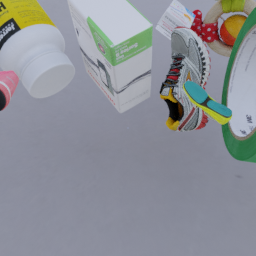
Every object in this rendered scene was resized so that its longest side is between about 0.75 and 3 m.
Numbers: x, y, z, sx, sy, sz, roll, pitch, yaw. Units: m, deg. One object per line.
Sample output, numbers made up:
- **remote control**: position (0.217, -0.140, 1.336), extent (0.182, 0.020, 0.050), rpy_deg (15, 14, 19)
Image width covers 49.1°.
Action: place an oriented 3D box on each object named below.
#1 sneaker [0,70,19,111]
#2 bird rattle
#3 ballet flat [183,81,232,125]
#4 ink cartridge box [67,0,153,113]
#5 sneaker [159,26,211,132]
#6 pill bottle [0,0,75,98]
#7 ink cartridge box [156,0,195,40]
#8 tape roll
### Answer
- **sneaker**: position (-1.881, -0.384, 3.580), extent (1.305, 0.481, 0.566), rpy_deg (-12, 36, 26)
- **bird rattle**: position (2.768, -2.954, 8.047), extent (2.149, 2.636, 1.485), rpy_deg (43, 37, 0)
- **ballet flat**: position (1.288, -0.395, 4.705), extent (0.976, 0.327, 0.326), rpy_deg (40, 63, 19)
- **ink cartridge box**: position (-0.305, -1.595, 5.977), extent (0.929, 2.212, 1.609), rpy_deg (-32, 65, -13)
- **sneaker**: position (1.247, -1.038, 6.376), extent (0.999, 2.432, 0.947), rpy_deg (-14, 15, -22)
- **pill bottle**: position (-2.304, -1.994, 6.085), extent (1.471, 1.471, 2.643), rpy_deg (-30, 77, -30)
- **ink cartridge box**: position (1.309, -2.893, 7.609), extent (0.781, 0.460, 1.356), rpy_deg (34, 44, -8)
- **tape roll**: position (2.561, -0.802, 5.247), extent (0.707, 2.943, 2.943), rpy_deg (6, 41, 0)
